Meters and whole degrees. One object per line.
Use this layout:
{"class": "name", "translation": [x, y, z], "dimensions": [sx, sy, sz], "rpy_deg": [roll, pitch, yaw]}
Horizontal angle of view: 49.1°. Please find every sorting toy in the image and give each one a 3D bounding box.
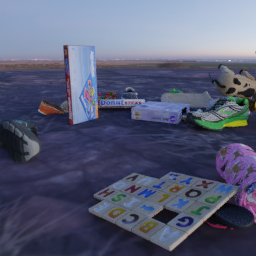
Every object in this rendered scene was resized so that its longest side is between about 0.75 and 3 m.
{"class": "sorting toy", "translation": [2.566, -1.307, 12.710], "dimensions": [2.121, 0.422, 2.870], "rpy_deg": [-3, 21, 7]}

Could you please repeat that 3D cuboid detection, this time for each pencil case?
{"class": "pencil case", "translation": [1.915, 0.790, 4.458], "dimensions": [0.738, 0.706, 1.705], "rpy_deg": [16, 16, 1]}

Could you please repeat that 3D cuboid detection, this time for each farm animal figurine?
{"class": "farm animal figurine", "translation": [4.093, -1.502, 9.176], "dimensions": [2.759, 2.790, 1.455], "rpy_deg": [-5, 35, -3]}

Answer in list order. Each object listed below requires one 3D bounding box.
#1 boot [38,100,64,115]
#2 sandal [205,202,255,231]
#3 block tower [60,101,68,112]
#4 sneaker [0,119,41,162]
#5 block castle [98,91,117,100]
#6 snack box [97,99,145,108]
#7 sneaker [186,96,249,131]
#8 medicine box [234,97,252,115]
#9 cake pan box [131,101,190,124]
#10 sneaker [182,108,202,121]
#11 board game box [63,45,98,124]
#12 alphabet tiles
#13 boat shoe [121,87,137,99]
{"class": "boot", "translation": [-2.939, -0.679, 10.734], "dimensions": [0.958, 0.514, 0.359], "rpy_deg": [23, 24, -29]}
{"class": "sandal", "translation": [1.240, 1.189, 3.875], "dimensions": [0.494, 0.297, 1.316], "rpy_deg": [1, 0, -16]}
{"class": "block tower", "translation": [-2.549, -0.917, 11.720], "dimensions": [0.315, 0.337, 1.167], "rpy_deg": [0, 16, -1]}
{"class": "sneaker", "translation": [-2.509, 0.134, 6.597], "dimensions": [0.944, 0.898, 2.381], "rpy_deg": [-10, 18, -40]}
{"class": "block castle", "translation": [-1.024, -1.576, 13.954], "dimensions": [0.666, 0.468, 0.997], "rpy_deg": [-9, 17, -32]}
{"class": "snack box", "translation": [-0.542, -1.011, 11.742], "dimensions": [2.442, 0.297, 0.878], "rpy_deg": [0, -1, -1]}
{"class": "sneaker", "translation": [2.826, -0.511, 8.850], "dimensions": [2.329, 0.992, 0.909], "rpy_deg": [-8, 17, -25]}
{"class": "medicine box", "translation": [4.348, -1.090, 10.996], "dimensions": [0.522, 1.015, 0.924], "rpy_deg": [-2, 15, -9]}
{"class": "cake pan box", "translation": [1.265, -0.612, 10.292], "dimensions": [1.812, 0.474, 1.669], "rpy_deg": [6, 18, 24]}
{"class": "sneaker", "translation": [2.309, -0.450, 9.506], "dimensions": [0.999, 0.438, 0.378], "rpy_deg": [3, -7, -7]}
{"class": "board game box", "translation": [-1.558, -1.481, 9.500], "dimensions": [0.246, 2.533, 1.304], "rpy_deg": [8, 16, 34]}
{"class": "alphabet tiles", "translation": [0.393, 1.011, 4.128], "dimensions": [1.562, 0.071, 1.868], "rpy_deg": [-22, 17, -39]}
{"class": "boat shoe", "translation": [0.076, -1.593, 13.455], "dimensions": [0.789, 0.746, 2.199], "rpy_deg": [0, 15, -1]}
